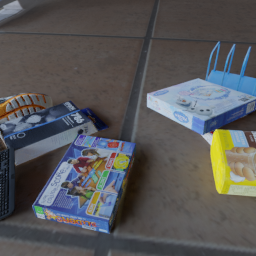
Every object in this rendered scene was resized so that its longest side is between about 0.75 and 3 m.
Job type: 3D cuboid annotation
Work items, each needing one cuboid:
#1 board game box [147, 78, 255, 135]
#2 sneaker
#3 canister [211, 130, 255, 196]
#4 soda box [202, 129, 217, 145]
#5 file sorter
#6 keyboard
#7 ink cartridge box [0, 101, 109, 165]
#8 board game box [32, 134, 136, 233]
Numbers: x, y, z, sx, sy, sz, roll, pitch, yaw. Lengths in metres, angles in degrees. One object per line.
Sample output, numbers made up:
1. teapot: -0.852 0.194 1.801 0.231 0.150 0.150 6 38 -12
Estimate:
1. board game box: 2.280 -0.802 8.832 2.420 0.525 2.408 -20 34 -29
2. sneaker: -3.611 -0.608 8.606 2.520 0.986 0.973 -16 33 -21
3. canister: 3.331 0.834 6.622 2.449 1.060 1.819 3 37 6
4. soda box: 2.376 0.154 8.070 0.338 0.316 0.991 -12 37 -15
5. file sorter: 4.120 -2.027 10.024 2.383 1.462 1.654 17 41 21
6. keyboard: -3.024 1.242 6.307 0.960 0.366 1.845 -29 47 8
7. ink cartridge box: -2.124 -0.054 8.193 2.888 0.566 1.436 -23 42 -28
8. board game box: -0.885 1.153 6.685 1.682 0.428 2.485 9 38 12
